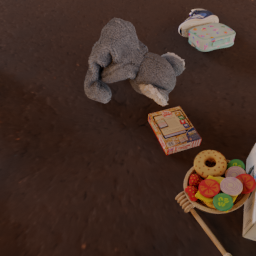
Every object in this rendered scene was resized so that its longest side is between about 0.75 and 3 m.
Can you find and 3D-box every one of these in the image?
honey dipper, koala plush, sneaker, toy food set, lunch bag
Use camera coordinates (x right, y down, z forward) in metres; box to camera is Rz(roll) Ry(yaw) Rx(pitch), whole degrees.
[{"bbox_3d":[1.760,2.259,6.462,0.340,0.340,1.793,-25,58,-20],"label":"honey dipper"},{"bbox_3d":[0.337,-1.853,8.835,2.708,2.489,2.402,28,54,7],"label":"koala plush"},{"bbox_3d":[2.802,-4.586,12.114,1.870,0.753,1.369,-20,41,-8],"label":"sneaker"},{"bbox_3d":[2.113,1.280,6.628,1.571,0.386,1.587,21,56,38],"label":"toy food set"},{"bbox_3d":[3.306,-3.587,11.144,1.666,0.642,1.336,-17,45,-13],"label":"lunch bag"}]

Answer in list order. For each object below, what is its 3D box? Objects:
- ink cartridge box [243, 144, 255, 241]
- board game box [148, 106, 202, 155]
[{"bbox_3d":[3.720,1.574,6.594,1.654,0.940,2.270,14,51,12],"label":"ink cartridge box"},{"bbox_3d":[1.354,0.033,8.323,1.076,0.329,1.420,-14,51,-12],"label":"board game box"}]
